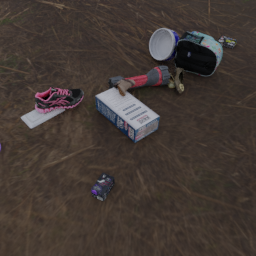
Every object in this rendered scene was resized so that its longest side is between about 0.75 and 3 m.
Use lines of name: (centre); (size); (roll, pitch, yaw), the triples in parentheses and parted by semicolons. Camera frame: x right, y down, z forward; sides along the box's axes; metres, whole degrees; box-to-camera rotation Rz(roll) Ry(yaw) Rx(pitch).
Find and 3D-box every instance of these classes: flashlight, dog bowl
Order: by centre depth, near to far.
flashlight: (0.512, -2.180, 12.633); (2.725, 0.922, 0.926); (-13, 25, -17)
dog bowl: (1.837, -4.197, 14.152); (0.609, 1.547, 1.547); (-9, 41, -45)

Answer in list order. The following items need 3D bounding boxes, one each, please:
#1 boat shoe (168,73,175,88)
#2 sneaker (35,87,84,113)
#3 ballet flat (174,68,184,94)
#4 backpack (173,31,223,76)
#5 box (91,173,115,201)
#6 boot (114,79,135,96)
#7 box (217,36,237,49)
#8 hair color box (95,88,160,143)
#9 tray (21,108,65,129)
boat shoe: (1.960, -2.355, 13.241); (0.433, 0.370, 1.181); (-13, 48, -13)
sneaker: (-2.837, -1.300, 11.501); (2.071, 0.988, 0.818); (-18, 54, -14)
ballet flat: (2.424, -2.250, 12.977); (0.425, 0.618, 1.833); (-15, 37, 22)
backpack: (3.420, -3.501, 13.347); (2.060, 1.829, 1.551); (27, 56, 23)
box: (-0.807, 1.910, 9.118); (0.465, 0.403, 0.760); (20, 49, 18)
boot: (-0.064, -1.727, 11.570); (0.810, 0.389, 1.108); (-21, 43, -18)
box: (5.550, -4.823, 15.723); (0.955, 0.211, 0.765); (24, 51, 21)
hair color box: (-0.072, -0.627, 11.282); (1.269, 0.768, 2.538); (-29, 52, -28)
tray: (-3.561, -0.650, 11.738); (1.666, 0.185, 0.894); (-34, 56, -28)
